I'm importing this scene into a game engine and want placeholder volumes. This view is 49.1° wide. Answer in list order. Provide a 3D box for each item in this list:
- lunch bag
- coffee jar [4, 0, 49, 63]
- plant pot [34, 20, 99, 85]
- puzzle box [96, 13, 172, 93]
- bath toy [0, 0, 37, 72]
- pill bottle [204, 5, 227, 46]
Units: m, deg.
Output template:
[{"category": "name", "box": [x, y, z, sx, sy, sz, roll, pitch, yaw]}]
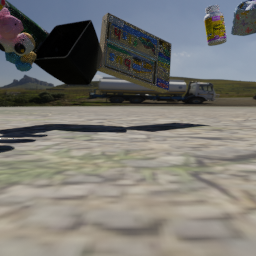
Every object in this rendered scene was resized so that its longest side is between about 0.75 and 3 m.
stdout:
[{"category": "lunch bag", "box": [2.984, -2.729, 6.892, 0.861, 0.730, 0.547, -17, 48, -2]}, {"category": "coffee jar", "box": [-3.388, -3.041, 9.647, 1.453, 1.189, 2.787, 45, 9, 35]}, {"category": "plant pot", "box": [-1.819, -2.337, 9.289, 1.684, 1.688, 1.497, 6, -33, 34]}, {"category": "puzzle box", "box": [0.325, -2.523, 9.816, 2.945, 1.959, 0.374, 12, -13, -34]}, {"category": "bath toy", "box": [-3.024, -2.425, 6.964, 1.038, 0.882, 2.387, -6, -25, -1]}, {"category": "pill bottle", "box": [2.405, -2.836, 7.766, 0.527, 1.011, 0.527, -10, 4, 1]}]
